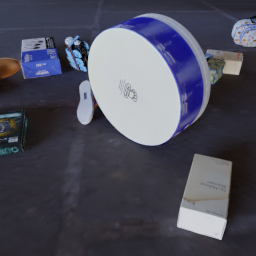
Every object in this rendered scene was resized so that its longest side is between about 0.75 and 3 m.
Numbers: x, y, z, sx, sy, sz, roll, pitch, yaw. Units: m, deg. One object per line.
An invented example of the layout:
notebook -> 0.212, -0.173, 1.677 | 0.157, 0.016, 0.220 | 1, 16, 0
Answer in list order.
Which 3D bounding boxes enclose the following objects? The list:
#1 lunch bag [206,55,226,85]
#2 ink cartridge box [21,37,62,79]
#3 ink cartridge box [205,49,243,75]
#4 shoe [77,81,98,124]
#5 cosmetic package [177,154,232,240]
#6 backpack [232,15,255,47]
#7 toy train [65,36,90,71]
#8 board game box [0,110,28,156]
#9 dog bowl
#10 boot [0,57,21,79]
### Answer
lunch bag -> 2.837, -2.203, 10.298 | 1.164, 0.742, 0.990 | 24, 40, 27
ink cartridge box -> -3.606, -2.972, 11.542 | 1.391, 0.654, 2.958 | -10, 36, -12
ink cartridge box -> 3.760, -2.619, 11.077 | 1.391, 0.589, 1.005 | 11, 36, 18
shoe -> -1.116, -0.668, 8.292 | 0.508, 0.647, 1.422 | -14, 61, 19
cosmetic package -> 1.521, 1.244, 5.420 | 0.809, 0.571, 1.562 | 11, 35, 16
backpack -> 5.704, -4.525, 13.375 | 1.347, 1.414, 1.089 | 3, 47, 10
toy train -> -1.848, -2.733, 10.354 | 0.893, 1.563, 0.677 | 29, 73, 17
board game box -> -3.883, 0.197, 7.160 | 2.415, 0.340, 1.634 | -7, 35, -10
dog bowl -> 0.396, -1.087, 6.731 | 2.928, 2.928, 1.153 | 28, 47, 35
boot -> -4.633, -1.737, 9.736 | 1.980, 0.729, 1.532 | -21, 40, -14
